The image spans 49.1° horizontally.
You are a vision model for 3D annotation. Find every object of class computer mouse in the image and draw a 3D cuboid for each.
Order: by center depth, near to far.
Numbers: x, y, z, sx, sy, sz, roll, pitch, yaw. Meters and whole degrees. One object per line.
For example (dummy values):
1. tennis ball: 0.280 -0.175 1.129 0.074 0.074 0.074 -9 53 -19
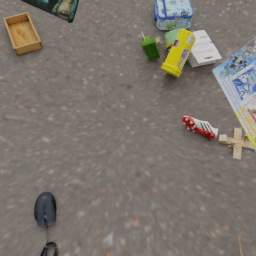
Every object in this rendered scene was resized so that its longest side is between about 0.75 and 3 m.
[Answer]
1. computer mouse: -1.884 2.304 6.391 0.533 0.309 1.817 -9 57 -7

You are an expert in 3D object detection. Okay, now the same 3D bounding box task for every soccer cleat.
1. soccer cleat: 2.055 -0.061 7.983 1.077 0.369 0.459 31 52 17

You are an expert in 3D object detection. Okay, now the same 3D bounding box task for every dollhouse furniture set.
1. dollhouse furniture set: 1.239 -3.048 9.449 1.507 0.756 0.987 -14 56 16

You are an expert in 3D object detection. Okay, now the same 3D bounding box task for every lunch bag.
1. lunch bag: 1.703 -4.513 10.769 1.401 0.718 1.742 -1 55 3

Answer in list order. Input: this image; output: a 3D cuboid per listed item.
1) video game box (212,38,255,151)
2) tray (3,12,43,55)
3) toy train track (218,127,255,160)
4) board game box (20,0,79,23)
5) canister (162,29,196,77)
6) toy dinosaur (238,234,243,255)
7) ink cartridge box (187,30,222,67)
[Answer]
1. video game box: 2.785 -0.794 5.000 0.494 1.924 2.112 16 48 -44
2. tray: -3.869 -3.489 10.288 0.937 0.352 1.900 -21 58 -13
3. toy train track: 3.423 0.423 7.675 1.786 0.291 1.024 11 57 7
4. board game box: -1.781 -3.078 5.519 1.931 1.306 0.272 27 31 9
5. canister: 1.602 -2.322 8.766 0.559 0.959 1.292 27 100 14
6. toy dinosaur: 2.977 3.417 5.545 2.364 0.714 1.256 32 40 11
7. ink cartridge box: 2.462 -2.627 9.586 0.877 0.513 1.512 -13 56 -6
